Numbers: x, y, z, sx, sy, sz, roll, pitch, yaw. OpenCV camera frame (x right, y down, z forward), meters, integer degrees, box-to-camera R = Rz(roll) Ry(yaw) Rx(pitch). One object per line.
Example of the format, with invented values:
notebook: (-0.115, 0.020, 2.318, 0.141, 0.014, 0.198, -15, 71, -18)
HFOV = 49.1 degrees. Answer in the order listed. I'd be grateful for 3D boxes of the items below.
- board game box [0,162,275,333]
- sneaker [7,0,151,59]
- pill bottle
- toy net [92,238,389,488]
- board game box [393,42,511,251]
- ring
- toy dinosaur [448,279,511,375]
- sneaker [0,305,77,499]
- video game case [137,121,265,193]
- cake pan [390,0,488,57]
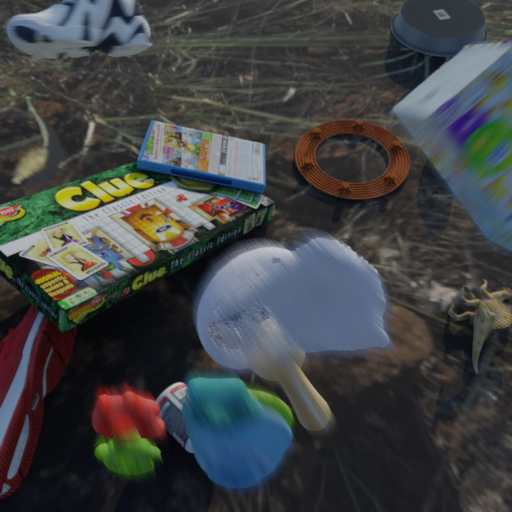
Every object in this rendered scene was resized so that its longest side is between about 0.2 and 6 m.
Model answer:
board game box: (-1.801, -0.551, 8.468, 2.202, 0.493, 4.204, 32, 40, 24)
sneaker: (-2.384, -3.384, 7.392, 2.037, 1.325, 0.813, -18, 10, -39)
pill bottle: (-0.818, 2.145, 7.174, 0.984, 0.570, 0.570, 38, 61, 24)
toy net: (-0.266, 0.978, 4.902, 2.058, 3.923, 0.758, 14, 45, -8)
board game box: (2.733, -1.153, 6.276, 1.096, 2.128, 1.116, -40, 19, 7)
ring: (1.797, -1.887, 10.488, 2.148, 0.206, 2.148, 0, 53, 0)
toy dinosaur: (3.305, 0.854, 8.224, 0.834, 0.480, 1.649, 29, 58, 19)
sneaker: (-3.559, 1.481, 7.337, 1.722, 1.168, 2.981, 6, 51, 4)
video game case: (-0.899, -1.763, 9.833, 2.136, 0.190, 1.529, 11, 38, -8)
cake pan: (4.307, -5.454, 13.078, 2.249, 0.412, 2.249, 0, 53, 0)
